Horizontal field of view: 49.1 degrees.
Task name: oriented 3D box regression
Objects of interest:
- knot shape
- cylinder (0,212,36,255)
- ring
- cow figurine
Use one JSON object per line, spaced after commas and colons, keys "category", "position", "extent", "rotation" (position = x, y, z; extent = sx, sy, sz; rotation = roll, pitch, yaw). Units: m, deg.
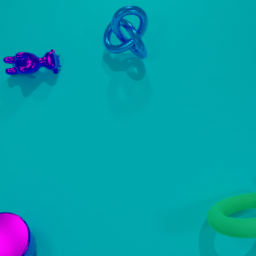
{"category": "knot shape", "position": [0.001, -2.702, 7.801], "extent": [1.545, 1.445, 0.714], "rotation": [30, 48, 12]}
{"category": "cylinder", "position": [-2.470, 2.383, 5.634], "extent": [1.098, 1.098, 1.098], "rotation": [5, 56, -8]}
{"category": "ring", "position": [2.498, 1.735, 5.720], "extent": [1.740, 1.740, 0.348], "rotation": [-15, 91, -7]}
{"category": "cow figurine", "position": [-2.656, -1.839, 7.957], "extent": [1.319, 1.298, 0.724], "rotation": [1, 102, 36]}
